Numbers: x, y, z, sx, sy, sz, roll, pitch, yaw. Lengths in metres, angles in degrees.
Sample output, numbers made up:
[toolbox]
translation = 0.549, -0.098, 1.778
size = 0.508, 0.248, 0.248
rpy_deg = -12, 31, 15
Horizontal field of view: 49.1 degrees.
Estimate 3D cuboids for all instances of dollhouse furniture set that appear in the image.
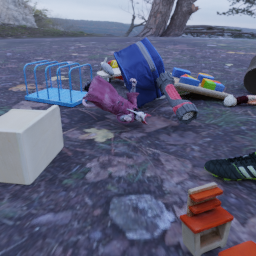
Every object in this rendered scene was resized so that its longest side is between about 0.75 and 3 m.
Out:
[dollhouse furniture set]
translation = 1.534, 1.713, 3.738
size = 1.997, 1.029, 1.975
rpy_deg = -10, 24, -23

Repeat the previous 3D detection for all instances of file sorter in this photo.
[file sorter]
translation = -3.003, -2.033, 12.249
size = 2.553, 1.566, 1.771
rpy_deg = 10, 23, 24

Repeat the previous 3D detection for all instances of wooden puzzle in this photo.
[wooden puzzle]
translation = 3.122, -2.171, 13.019
size = 2.730, 0.682, 2.948
rpy_deg = 11, 20, -8

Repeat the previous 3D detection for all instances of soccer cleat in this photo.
[soccer cleat]
translation = 2.727, 0.818, 6.252
size = 1.949, 0.790, 0.658
rpy_deg = 6, 23, 14

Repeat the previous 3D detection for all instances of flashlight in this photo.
[flashlight]
translation = 1.604, -1.081, 9.361
size = 0.708, 0.710, 2.090
rpy_deg = -20, 53, -1

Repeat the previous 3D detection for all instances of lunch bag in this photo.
[lunch bag]
translation = 0.670, -2.083, 10.949
size = 1.656, 2.503, 1.701
rpy_deg = -25, 60, 1

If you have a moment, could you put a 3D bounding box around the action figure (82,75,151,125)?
[action figure]
translation = -0.397, -0.674, 9.183
size = 2.387, 1.778, 1.599
rpy_deg = 32, 53, -5

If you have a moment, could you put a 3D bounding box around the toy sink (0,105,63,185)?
[toy sink]
translation = -2.537, 0.283, 6.916
size = 1.114, 1.296, 1.989
rpy_deg = 3, 23, 9

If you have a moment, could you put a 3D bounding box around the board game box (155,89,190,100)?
[board game box]
translation = 1.545, -1.831, 13.249
size = 2.394, 0.414, 1.511
rpy_deg = -13, 25, -29

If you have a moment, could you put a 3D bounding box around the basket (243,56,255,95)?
[basket]
translation = 6.609, -2.578, 13.638
size = 2.075, 1.565, 2.302
rpy_deg = 40, 42, 18

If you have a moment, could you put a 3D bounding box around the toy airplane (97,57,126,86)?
[toy airplane]
translation = -0.199, -3.113, 14.613
size = 2.480, 1.757, 2.491
rpy_deg = 3, 25, 11

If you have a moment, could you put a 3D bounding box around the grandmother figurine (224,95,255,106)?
[grandmother figurine]
translation = 4.825, -1.146, 11.495
size = 1.786, 0.541, 1.083
rpy_deg = -6, -10, -6
